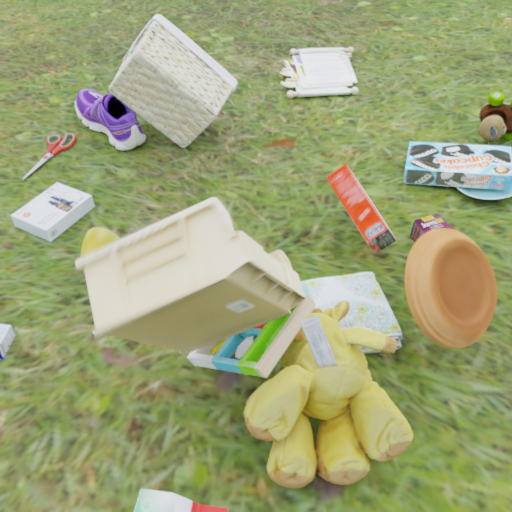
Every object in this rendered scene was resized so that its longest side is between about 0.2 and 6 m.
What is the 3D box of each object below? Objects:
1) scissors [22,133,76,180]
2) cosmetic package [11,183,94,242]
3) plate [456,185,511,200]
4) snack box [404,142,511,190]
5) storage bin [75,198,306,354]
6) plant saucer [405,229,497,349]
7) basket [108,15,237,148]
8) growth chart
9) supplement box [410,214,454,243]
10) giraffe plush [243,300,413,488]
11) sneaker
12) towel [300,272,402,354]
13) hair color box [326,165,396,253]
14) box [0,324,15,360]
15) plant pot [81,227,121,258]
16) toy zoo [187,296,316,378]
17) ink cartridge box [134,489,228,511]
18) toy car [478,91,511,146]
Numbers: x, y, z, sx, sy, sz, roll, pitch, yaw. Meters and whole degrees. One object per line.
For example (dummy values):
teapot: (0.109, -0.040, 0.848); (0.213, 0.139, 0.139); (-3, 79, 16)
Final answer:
scissors: (-4.763, -2.333, 13.010); (0.713, 0.136, 1.948); (4, 42, 2)
cosmetic package: (-4.107, -0.913, 11.369); (0.980, 0.336, 1.300); (19, 47, 23)
plate: (4.964, -1.530, 12.045); (1.382, 0.177, 1.382); (-6, 38, 5)
snack box: (4.411, -1.996, 12.266); (2.175, 0.403, 1.264); (6, 41, 16)
storage bin: (-0.699, 0.356, 6.979); (2.040, 2.055, 0.963); (-23, 66, 16)
plant saucer: (2.946, 0.454, 8.237); (1.789, 0.335, 1.789); (6, 77, -30)
basket: (-1.924, -3.916, 12.904); (2.427, 1.645, 1.497); (35, 47, -22)
growth chart: (1.805, -5.347, 16.123); (2.256, 0.276, 3.118); (1, 43, 2)
supplement box: (3.442, -0.337, 10.663); (0.569, 0.449, 0.869); (-17, 46, -18)
giraffe plush: (0.824, 1.610, 7.746); (2.104, 2.438, 1.977); (-6, 15, -3)
sneaker: (-3.548, -3.584, 13.657); (1.050, 1.087, 2.605); (-32, 51, -30)
towel: (1.522, 0.960, 9.348); (1.405, 0.395, 1.641); (-5, 43, -10)
hair color box: (1.967, -0.882, 10.512); (0.478, 0.792, 1.561); (-34, 64, 13)
box: (-4.229, 1.365, 8.976); (0.488, 0.278, 0.530); (6, 43, 5)
plant pot: (-2.821, -0.036, 10.046); (0.781, 0.781, 0.554); (11, 45, 12)
toy zoo: (-0.196, 1.093, 8.074); (1.988, 0.203, 1.304); (-4, 39, 51)
ink cartridge box: (-0.978, 3.402, 6.829); (1.136, 0.285, 0.914); (4, 44, 6)
toy car: (5.680, -2.994, 13.127); (1.031, 1.073, 1.306); (18, 56, 18)
